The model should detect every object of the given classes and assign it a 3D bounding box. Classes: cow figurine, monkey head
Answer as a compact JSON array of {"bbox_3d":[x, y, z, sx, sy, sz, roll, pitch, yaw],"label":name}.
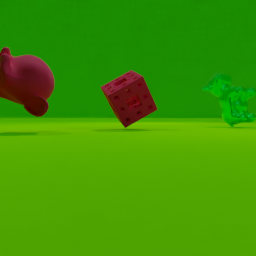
[{"bbox_3d":[3.104,-0.879,8.736,0.934,1.701,1.674,0,-1,-27],"label":"cow figurine"},{"bbox_3d":[-2.161,-0.788,5.500,1.181,1.410,1.960,31,16,-35],"label":"monkey head"}]

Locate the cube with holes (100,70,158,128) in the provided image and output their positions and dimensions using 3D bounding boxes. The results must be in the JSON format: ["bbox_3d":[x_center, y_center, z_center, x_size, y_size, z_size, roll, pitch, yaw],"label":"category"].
[{"bbox_3d":[0.010,-0.732,6.850,0.909,0.909,0.909,-30,26,-5],"label":"cube with holes"}]
